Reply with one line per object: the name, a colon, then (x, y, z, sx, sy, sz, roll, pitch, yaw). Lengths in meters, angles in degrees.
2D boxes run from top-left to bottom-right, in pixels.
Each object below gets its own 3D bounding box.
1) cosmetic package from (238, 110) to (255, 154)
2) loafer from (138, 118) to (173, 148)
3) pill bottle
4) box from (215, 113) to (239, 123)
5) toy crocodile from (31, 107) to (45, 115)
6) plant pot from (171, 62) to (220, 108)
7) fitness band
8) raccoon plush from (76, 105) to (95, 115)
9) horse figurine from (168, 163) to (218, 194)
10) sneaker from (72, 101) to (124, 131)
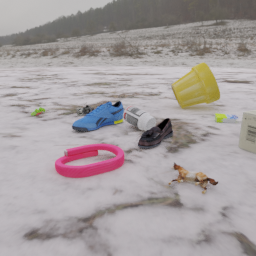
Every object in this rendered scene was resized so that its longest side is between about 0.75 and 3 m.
cosmetic package: (4.937, 0.001, 9.414, 2.479, 1.304, 0.881, -11, 21, -29)
loafer: (0.984, 0.143, 9.996, 0.758, 0.664, 2.108, 10, 19, 31)
pill bottle: (0.473, -0.368, 11.418, 0.735, 0.735, 1.290, -15, 33, -41)
box: (4.458, -0.443, 12.676, 0.961, 0.229, 0.586, 5, 24, 7)
toy crocodile: (-4.513, -0.805, 14.044, 0.324, 0.296, 0.960, -38, 4, 23)
plant pot: (3.588, -2.135, 15.295, 2.083, 2.214, 2.214, -25, 14, 7)
fitness band: (-1.067, 0.883, 7.975, 2.007, 0.376, 1.441, -11, 20, -30)
raccoon plush: (-2.127, -0.786, 14.025, 0.684, 0.494, 1.021, -9, -15, 17)
horse figurine: (1.574, 1.234, 6.836, 1.269, 0.317, 0.841, 8, 18, 26)
sneaker: (-1.240, -0.567, 11.832, 0.891, 1.060, 2.704, 18, 25, 42)
